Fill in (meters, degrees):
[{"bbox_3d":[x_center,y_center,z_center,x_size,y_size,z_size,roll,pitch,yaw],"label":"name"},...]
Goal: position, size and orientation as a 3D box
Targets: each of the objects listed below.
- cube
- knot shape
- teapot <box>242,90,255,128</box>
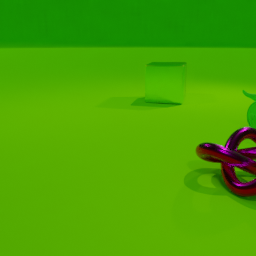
[{"bbox_3d":[1.454,-1.748,10.614,1.388,1.388,1.388,4,18,14],"label":"cube"},{"bbox_3d":[1.932,0.460,4.583,1.302,0.643,1.392,-20,30,-30],"label":"knot shape"},{"bbox_3d":[2.649,-0.265,5.480,0.621,0.789,1.269,-3,57,-15],"label":"teapot"}]
